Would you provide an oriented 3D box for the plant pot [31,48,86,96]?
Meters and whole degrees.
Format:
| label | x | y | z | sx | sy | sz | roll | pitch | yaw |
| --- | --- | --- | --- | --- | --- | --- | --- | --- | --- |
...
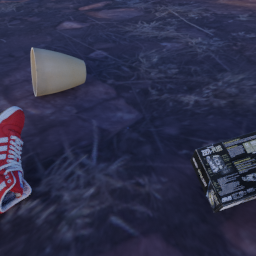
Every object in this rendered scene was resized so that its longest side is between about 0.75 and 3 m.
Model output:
| label | x | y | z | sx | sy | sz | roll | pitch | yaw |
| --- | --- | --- | --- | --- | --- | --- | --- | --- | --- |
| plant pot | -2.136 | -1.731 | 8.698 | 1.534 | 1.437 | 1.437 | -5 | 36 | -24 |

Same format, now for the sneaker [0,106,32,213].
| label | x | y | z | sx | sy | sz | roll | pitch | yaw |
| --- | --- | --- | --- | --- | --- | --- | --- | --- | --- |
| sneaker | -2.307 | 0.616 | 5.536 | 1.190 | 0.753 | 2.115 | 15 | 70 | 16 |

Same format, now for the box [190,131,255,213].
| label | x | y | z | sx | sy | sz | roll | pitch | yaw |
| --- | --- | --- | --- | --- | --- | --- | --- | --- | --- |
| box | 2.078 | 0.810 | 5.326 | 1.387 | 0.597 | 1.136 | -16 | 63 | -8 |
